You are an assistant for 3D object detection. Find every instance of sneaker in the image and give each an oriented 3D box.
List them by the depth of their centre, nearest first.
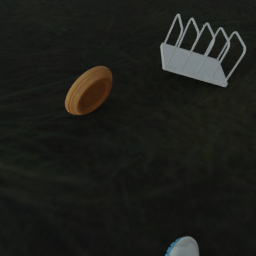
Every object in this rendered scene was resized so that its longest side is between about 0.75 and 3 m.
[{"bbox_3d":[0.867,2.512,4.525,0.632,0.731,1.686,36,51,-1],"label":"sneaker"}]

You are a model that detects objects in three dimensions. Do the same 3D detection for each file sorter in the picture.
[{"bbox_3d":[2.370,-2.582,9.124,2.226,1.386,1.544,13,42,-10],"label":"file sorter"}]

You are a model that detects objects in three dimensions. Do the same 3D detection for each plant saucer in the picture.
[{"bbox_3d":[-0.999,-0.957,7.730,1.624,1.624,0.304,-35,68,-32],"label":"plant saucer"}]
